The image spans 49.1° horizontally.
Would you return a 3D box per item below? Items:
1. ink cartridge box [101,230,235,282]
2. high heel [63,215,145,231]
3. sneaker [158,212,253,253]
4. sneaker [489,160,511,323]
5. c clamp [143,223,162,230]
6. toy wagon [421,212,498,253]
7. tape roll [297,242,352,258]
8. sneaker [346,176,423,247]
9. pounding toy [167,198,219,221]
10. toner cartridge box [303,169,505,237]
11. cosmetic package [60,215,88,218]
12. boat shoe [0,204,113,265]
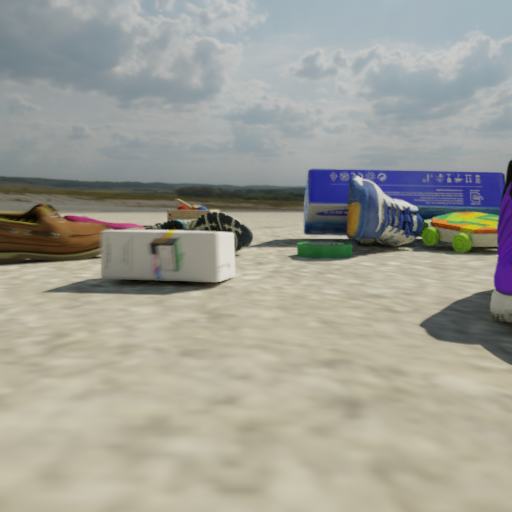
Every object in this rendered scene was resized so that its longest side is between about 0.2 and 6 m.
[{"bbox_3d":[-0.981,-0.015,6.527,1.338,0.562,0.969,1,2,9],"label":"ink cartridge box"},{"bbox_3d":[-3.198,-0.628,11.860,1.689,0.810,0.569,-16,-30,-41],"label":"high heel"},{"bbox_3d":[-0.838,-0.423,10.319,1.949,0.756,0.841,3,3,31],"label":"sneaker"},{"bbox_3d":[2.551,-0.325,4.715,1.110,1.588,3.192,2,5,17],"label":"sneaker"},{"bbox_3d":[-3.375,-0.707,15.897,1.974,0.313,2.311,-4,6,14],"label":"c clamp"},{"bbox_3d":[4.046,-0.531,10.986,1.696,0.432,2.186,-13,18,-29],"label":"toy wagon"},{"bbox_3d":[1.169,-0.106,9.629,0.934,0.224,0.934,0,6,0],"label":"tape roll"},{"bbox_3d":[2.510,-0.807,10.789,1.397,1.193,3.169,6,0,16],"label":"sneaker"},{"bbox_3d":[-1.699,-1.010,14.817,1.331,1.028,1.445,1,6,9],"label":"pounding toy"},{"bbox_3d":[3.351,-1.189,13.305,4.364,0.942,2.073,1,-18,3],"label":"toner cartridge box"},{"bbox_3d":[-4.403,-0.528,11.669,0.831,0.702,1.556,5,4,43],"label":"cosmetic package"},{"bbox_3d":[-3.298,-0.385,8.790,2.355,0.801,0.847,-8,22,-40],"label":"boat shoe"}]
